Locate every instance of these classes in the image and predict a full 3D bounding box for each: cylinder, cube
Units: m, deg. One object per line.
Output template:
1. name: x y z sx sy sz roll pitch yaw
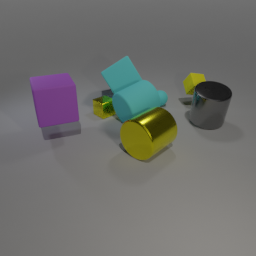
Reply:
1. cylinder: 0.325 -1.001 11.103 1.400 1.400 1.400 -30 39 -24
2. cube: -2.620 -1.025 9.969 1.400 1.400 1.400 -11 30 -18
3. cylinder: 0.694 0.159 9.319 1.400 1.400 1.400 23 36 36
4. cube: -0.295 -2.315 12.950 1.400 1.400 1.400 -33 10 1
5. cube: -1.014 -0.898 11.965 0.700 0.700 0.700 -24 37 -36
6. cube: 2.967 -1.935 12.413 0.700 0.700 0.700 2 63 -22
7. cylinder: 3.202 -0.896 10.978 1.400 1.400 1.400 1 41 -1

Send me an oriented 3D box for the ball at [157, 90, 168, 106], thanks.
1. ball: 1.460 -1.365 12.766 0.700 0.700 0.700 0 29 0
